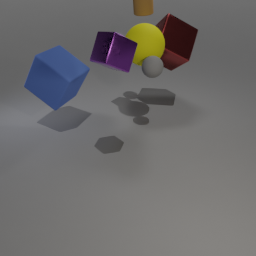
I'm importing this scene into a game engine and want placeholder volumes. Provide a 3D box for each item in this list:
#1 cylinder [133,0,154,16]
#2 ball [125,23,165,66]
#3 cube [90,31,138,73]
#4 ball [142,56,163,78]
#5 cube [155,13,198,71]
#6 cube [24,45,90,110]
[{"bbox_3d":[0.527,-4.329,9.715,0.700,0.700,0.700,-4,35,3],"label":"cylinder"},{"bbox_3d":[0.551,-2.825,9.539,1.400,1.400,1.400,0,30,0],"label":"ball"},{"bbox_3d":[-0.331,-1.733,6.391,0.700,0.700,0.700,12,9,-40],"label":"cube"},{"bbox_3d":[0.788,-1.961,8.999,0.700,0.700,0.700,0,30,0],"label":"ball"},{"bbox_3d":[1.660,-3.323,11.047,1.400,1.400,1.400,22,-12,-17],"label":"cube"},{"bbox_3d":[-2.448,-1.753,9.713,1.400,1.400,1.400,38,37,0],"label":"cube"}]
